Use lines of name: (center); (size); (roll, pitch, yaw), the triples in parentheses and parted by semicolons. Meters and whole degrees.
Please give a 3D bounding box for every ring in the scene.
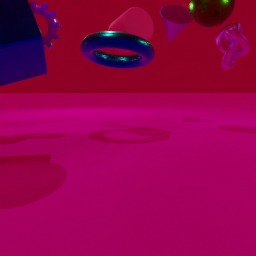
ring: (-0.256, -1.874, 6.910); (1.848, 0.370, 1.848); (5, -5, 0)

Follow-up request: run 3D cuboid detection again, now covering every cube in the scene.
cube: (-1.929, -1.379, 4.307); (1.028, 1.028, 1.028); (-20, -14, -17)

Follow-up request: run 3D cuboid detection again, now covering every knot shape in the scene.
knot shape: (2.826, -2.342, 7.654); (0.594, 1.203, 1.285); (-2, -28, 0)

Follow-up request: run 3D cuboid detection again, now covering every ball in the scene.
ball: (2.544, -3.762, 8.509); (1.340, 1.340, 1.340); (0, 8, 0)

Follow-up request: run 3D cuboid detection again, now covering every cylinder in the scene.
cylinder: (0.067, -2.676, 7.719); (0.947, 0.947, 0.947); (-5, -1, -30)

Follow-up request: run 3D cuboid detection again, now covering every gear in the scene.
gear: (-2.302, -2.534, 7.049); (1.172, 1.172, 0.217); (-1, 9, -5)

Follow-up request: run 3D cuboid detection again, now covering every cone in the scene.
cone: (1.714, -3.792, 10.748); (1.262, 1.262, 1.267); (4, -38, -5)
